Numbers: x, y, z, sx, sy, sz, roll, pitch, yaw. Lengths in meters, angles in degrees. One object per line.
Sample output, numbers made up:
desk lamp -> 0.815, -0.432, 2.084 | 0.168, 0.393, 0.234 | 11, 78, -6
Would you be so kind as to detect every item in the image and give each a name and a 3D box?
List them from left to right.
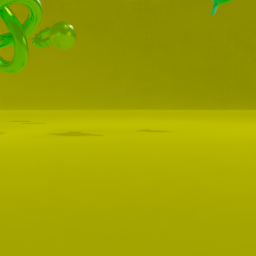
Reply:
knot shape -> -2.654, -1.954, 5.816 | 1.835, 1.717, 0.848 | -9, 31, -14
gear -> -3.340, -3.748, 11.540 | 1.255, 1.255, 0.232 | 2, -39, 21
ball -> -2.337, -3.321, 10.071 | 0.970, 0.970, 0.970 | 0, 4, 0
monkey head -> 2.167, -3.178, 6.295 | 0.779, 1.293, 0.930 | 45, 18, 7
